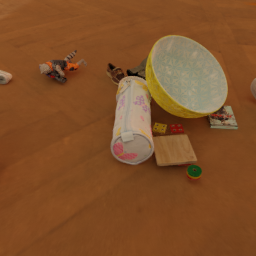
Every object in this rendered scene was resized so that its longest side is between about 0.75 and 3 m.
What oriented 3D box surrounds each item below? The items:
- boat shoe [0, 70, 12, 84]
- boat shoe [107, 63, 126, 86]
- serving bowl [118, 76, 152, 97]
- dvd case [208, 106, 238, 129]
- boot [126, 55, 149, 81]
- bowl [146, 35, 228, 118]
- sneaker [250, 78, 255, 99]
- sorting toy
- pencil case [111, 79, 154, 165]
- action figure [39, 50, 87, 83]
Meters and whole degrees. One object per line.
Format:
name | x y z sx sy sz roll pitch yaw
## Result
boat shoe | -5.738 -2.244 11.879 1.641 0.604 0.548 19 33 3
boat shoe | -0.463 -2.295 11.856 0.565 0.563 1.565 -18 43 -21
serving bowl | 0.250 -1.357 10.690 1.328 0.437 1.328 8 54 -11
dvd case | 3.291 -0.403 9.898 0.913 0.138 1.251 4 40 4
boot | 1.404 -2.236 11.702 2.715 0.919 1.774 21 50 33
bowl | 1.756 -1.522 9.786 2.997 1.613 2.997 10 63 -21
sneaker | 5.966 -1.146 10.260 2.738 1.062 1.534 38 48 24
sorting toy | 1.314 0.685 8.366 1.127 0.395 2.338 -4 40 -5
pencil case | 0.161 -0.291 8.804 1.245 1.358 2.995 1 40 1
action figure | -3.058 -2.763 12.128 1.966 1.028 1.902 27 38 30
